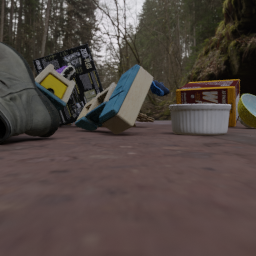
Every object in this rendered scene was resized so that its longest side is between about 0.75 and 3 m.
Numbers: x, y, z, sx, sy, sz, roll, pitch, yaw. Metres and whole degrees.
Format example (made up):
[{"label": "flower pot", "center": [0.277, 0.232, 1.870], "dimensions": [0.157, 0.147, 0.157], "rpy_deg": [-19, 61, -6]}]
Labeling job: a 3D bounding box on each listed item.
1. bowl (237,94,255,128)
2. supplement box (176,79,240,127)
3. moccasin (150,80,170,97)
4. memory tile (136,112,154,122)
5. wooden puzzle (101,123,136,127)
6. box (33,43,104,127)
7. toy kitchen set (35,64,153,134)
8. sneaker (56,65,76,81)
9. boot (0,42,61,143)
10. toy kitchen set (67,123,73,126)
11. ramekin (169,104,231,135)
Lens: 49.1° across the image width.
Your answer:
[{"label": "bowl", "center": [4.466, -0.463, 10.072], "dimensions": [1.446, 1.446, 0.778], "rpy_deg": [-1, -40, -29]}, {"label": "supplement box", "center": [3.699, -1.170, 12.719], "dimensions": [2.424, 1.632, 2.458], "rpy_deg": [1, 17, 25]}, {"label": "moccasin", "center": [1.136, -1.384, 10.116], "dimensions": [0.406, 0.479, 1.191], "rpy_deg": [-6, 31, -15]}, {"label": "memory tile", "center": [0.247, -0.562, 11.619], "dimensions": [1.541, 0.129, 1.181], "rpy_deg": [25, -11, -29]}, {"label": "wooden puzzle", "center": [-0.871, -0.310, 12.422], "dimensions": [2.404, 0.484, 2.599], "rpy_deg": [0, 2, 0]}, {"label": "box", "center": [-2.284, -1.714, 11.619], "dimensions": [2.305, 2.814, 1.212], "rpy_deg": [-20, 4, -5]}, {"label": "toy kitchen set", "center": [-1.165, -0.822, 6.861], "dimensions": [2.117, 1.557, 2.642], "rpy_deg": [37, -36, -21]}, {"label": "sneaker", "center": [-2.552, -1.623, 9.901], "dimensions": [0.672, 0.650, 1.611], "rpy_deg": [18, 54, 39]}, {"label": "boot", "center": [-2.209, -0.778, 4.583], "dimensions": [0.814, 2.403, 1.570], "rpy_deg": [-44, -12, 11]}, {"label": "toy kitchen set", "center": [-3.027, -0.280, 14.364], "dimensions": [0.590, 0.803, 1.002], "rpy_deg": [0, 39, 7]}, {"label": "ramekin", "center": [1.647, -0.196, 6.465], "dimensions": [1.381, 0.673, 1.381], "rpy_deg": [-1, 2, 0]}]
